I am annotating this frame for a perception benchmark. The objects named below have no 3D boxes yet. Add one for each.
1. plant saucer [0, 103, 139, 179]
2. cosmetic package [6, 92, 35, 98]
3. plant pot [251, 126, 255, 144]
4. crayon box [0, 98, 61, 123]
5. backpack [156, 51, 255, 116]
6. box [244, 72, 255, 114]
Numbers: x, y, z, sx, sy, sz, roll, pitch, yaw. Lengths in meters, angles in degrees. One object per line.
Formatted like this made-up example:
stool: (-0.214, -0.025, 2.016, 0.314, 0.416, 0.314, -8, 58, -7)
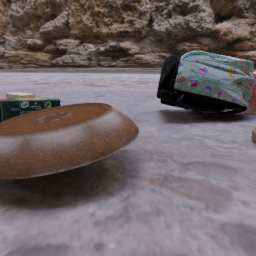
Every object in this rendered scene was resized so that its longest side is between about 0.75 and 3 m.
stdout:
plant saucer: (-1.236, 0.027, 4.834, 2.837, 0.519, 2.837, -8, 16, 2)
cosmetic package: (-4.481, -1.230, 11.683, 1.205, 0.428, 0.634, 11, 18, 38)
plant pot: (3.871, -0.075, 6.203, 2.037, 0.940, 2.037, 0, 13, 0)
crayon box: (-3.264, -0.393, 7.152, 2.687, 0.683, 1.706, 1, 6, 33)
backpack: (2.524, -1.418, 9.112, 2.993, 1.894, 2.498, 11, 7, 4)
box: (5.457, -1.085, 9.073, 1.347, 1.460, 2.845, -14, 21, -43)
